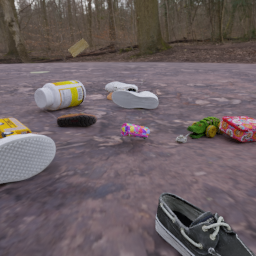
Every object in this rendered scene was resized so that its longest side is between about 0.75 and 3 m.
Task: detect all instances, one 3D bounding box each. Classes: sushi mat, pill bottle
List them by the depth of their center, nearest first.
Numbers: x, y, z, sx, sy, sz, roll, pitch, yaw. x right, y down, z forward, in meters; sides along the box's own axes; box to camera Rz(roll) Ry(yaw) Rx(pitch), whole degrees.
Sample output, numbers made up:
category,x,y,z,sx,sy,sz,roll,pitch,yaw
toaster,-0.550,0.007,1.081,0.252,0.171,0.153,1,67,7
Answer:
category,x,y,z,sx,sy,sz,roll,pitch,yaw
sushi mat,-2.041,-3.305,11.558,0.822,0.393,0.050,-34,21,7
pill bottle,-2.914,-1.408,12.093,1.138,1.138,2.083,12,19,35

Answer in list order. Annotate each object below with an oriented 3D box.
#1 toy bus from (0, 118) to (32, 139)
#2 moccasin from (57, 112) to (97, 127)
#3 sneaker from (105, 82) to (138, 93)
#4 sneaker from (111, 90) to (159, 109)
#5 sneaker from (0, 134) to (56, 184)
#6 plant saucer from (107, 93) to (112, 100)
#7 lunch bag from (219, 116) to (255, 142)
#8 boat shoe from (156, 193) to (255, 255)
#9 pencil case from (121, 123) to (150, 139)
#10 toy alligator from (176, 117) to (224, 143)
category,x,y,z,sx,sy,sz,roll,pitch,yaw
toy bus,-3.085,0.229,7.444,0.745,0.620,1.904,-9,18,-34
moccasin,-1.721,-0.282,9.538,1.335,0.488,0.515,-8,24,7
sneaker,-0.371,-2.185,15.587,1.858,0.685,1.074,1,13,-1
sneaker,0.343,-1.299,12.601,2.068,0.762,1.195,11,16,4
sneaker,-2.770,0.596,5.553,1.071,0.967,2.615,21,25,40
plant saucer,-0.400,-1.663,14.557,1.390,0.260,1.390,1,16,0
lunch bag,3.324,-0.024,8.205,1.203,0.493,1.060,-1,26,-26
boat shoe,0.984,1.385,3.539,0.636,0.573,1.799,-12,20,-35
pencil case,0.202,0.102,7.820,0.870,0.385,0.385,7,9,-38
toy alligator,2.251,-0.019,8.436,2.175,0.522,0.721,-14,21,-39
